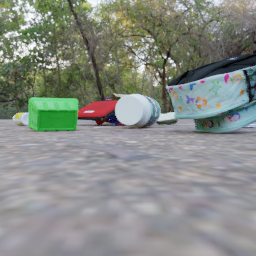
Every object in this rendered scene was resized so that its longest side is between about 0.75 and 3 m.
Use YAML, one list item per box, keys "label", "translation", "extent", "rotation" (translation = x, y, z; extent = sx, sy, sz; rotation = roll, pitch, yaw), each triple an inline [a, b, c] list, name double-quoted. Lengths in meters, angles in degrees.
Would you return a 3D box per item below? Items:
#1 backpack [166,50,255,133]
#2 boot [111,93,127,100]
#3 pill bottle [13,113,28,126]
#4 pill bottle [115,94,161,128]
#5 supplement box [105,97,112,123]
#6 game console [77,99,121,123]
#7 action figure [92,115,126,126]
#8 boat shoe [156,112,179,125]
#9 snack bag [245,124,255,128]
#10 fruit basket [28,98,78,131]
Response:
- label: "backpack"
  translation: [2.189, -0.821, 6.872]
  extent: [2.327, 1.752, 2.066]
  rotation: [-15, 9, -23]
- label: "boot"
  translation: [-0.274, -1.488, 13.809]
  extent: [0.843, 0.393, 1.090]
  rotation: [-9, 20, -34]
- label: "pill bottle"
  translation: [-4.654, -0.384, 12.323]
  extent: [1.016, 0.569, 0.569]
  rotation: [3, 4, 43]
- label: "pill bottle"
  translation: [0.379, -0.596, 10.001]
  extent: [1.175, 1.175, 2.079]
  rotation: [1, 3, 20]
- label: "supplement box"
  translation: [-0.979, -1.057, 16.809]
  extent: [0.806, 1.561, 1.022]
  rotation: [0, 3, 0]
- label: "game console"
  translation: [-0.803, -0.392, 13.204]
  extent: [2.514, 1.731, 2.917]
  rotation: [-34, 22, -33]
- label: "action figure"
  translation: [-0.789, -0.507, 12.916]
  extent: [1.903, 0.621, 0.942]
  rotation: [1, 30, 30]
- label: "boat shoe"
  translation: [1.650, -0.395, 13.567]
  extent: [1.674, 0.500, 0.598]
  rotation: [-4, 42, -10]
- label: "snack bag"
  translation: [4.185, -0.086, 10.371]
  extent: [1.174, 0.133, 1.245]
  rotation: [-1, 3, -37]
- label: "fruit basket"
  translation: [-2.147, -0.366, 8.040]
  extent: [1.474, 1.063, 1.474]
  rotation: [7, 18, -2]
